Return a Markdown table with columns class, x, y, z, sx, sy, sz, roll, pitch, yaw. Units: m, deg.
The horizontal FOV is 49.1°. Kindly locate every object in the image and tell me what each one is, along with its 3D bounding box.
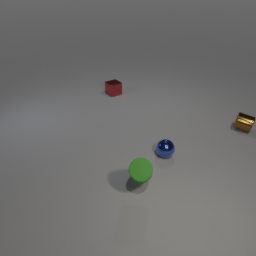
| class | x | y | z | sx | sy | sz | roll | pitch | yaw |
| --- | --- | --- | --- | --- | --- | --- | --- | --- | --- |
| cube | -0.792 | -2.197 | 15.409 | 0.700 | 0.700 | 0.700 | -20 | 36 | -30 |
| cylinder | 4.999 | -0.247 | 12.032 | 0.700 | 0.700 | 0.700 | 23 | 37 | 19 |
| ball | 1.394 | 0.761 | 10.427 | 0.700 | 0.700 | 0.700 | 0 | 31 | 0 |
| cylinder | 0.395 | 1.288 | 8.421 | 0.700 | 0.700 | 0.700 | -1 | 75 | 4 |
